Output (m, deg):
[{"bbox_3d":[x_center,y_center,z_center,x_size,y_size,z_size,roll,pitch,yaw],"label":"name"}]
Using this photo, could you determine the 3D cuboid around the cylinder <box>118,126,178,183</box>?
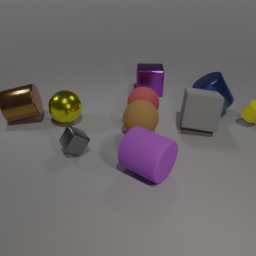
[{"bbox_3d":[0.631,0.817,8.806,1.400,1.400,1.400,23,36,30],"label":"cylinder"}]

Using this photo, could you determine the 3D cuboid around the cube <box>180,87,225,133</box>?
[{"bbox_3d":[2.933,-0.771,11.351,1.400,1.400,1.400,9,18,5],"label":"cube"}]

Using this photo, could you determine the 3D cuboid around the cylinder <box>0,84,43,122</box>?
[{"bbox_3d":[-4.558,-1.065,12.016,1.400,1.400,1.400,-14,30,-2],"label":"cylinder"}]

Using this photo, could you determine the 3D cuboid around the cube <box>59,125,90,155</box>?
[{"bbox_3d":[-1.887,0.436,9.867,0.700,0.700,0.700,22,15,-40],"label":"cube"}]

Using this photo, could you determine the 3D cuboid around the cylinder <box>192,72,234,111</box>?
[{"bbox_3d":[3.804,-1.563,12.557,1.400,1.400,1.400,-30,21,13],"label":"cylinder"}]

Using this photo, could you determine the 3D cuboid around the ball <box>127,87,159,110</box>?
[{"bbox_3d":[0.663,-1.092,12.212,1.400,1.400,1.400,0,29,0],"label":"ball"}]

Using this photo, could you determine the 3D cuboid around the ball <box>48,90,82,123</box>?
[{"bbox_3d":[-2.649,-0.903,11.859,1.400,1.400,1.400,0,29,0],"label":"ball"}]

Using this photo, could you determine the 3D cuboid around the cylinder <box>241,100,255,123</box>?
[{"bbox_3d":[5.200,-0.679,11.611,0.700,0.700,0.700,12,51,-15],"label":"cylinder"}]

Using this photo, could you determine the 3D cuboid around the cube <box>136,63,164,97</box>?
[{"bbox_3d":[1.161,-2.579,14.971,1.400,1.400,1.400,1,29,3],"label":"cube"}]

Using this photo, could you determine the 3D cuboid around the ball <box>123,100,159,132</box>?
[{"bbox_3d":[0.504,-0.395,10.961,1.400,1.400,1.400,0,29,0],"label":"ball"}]
